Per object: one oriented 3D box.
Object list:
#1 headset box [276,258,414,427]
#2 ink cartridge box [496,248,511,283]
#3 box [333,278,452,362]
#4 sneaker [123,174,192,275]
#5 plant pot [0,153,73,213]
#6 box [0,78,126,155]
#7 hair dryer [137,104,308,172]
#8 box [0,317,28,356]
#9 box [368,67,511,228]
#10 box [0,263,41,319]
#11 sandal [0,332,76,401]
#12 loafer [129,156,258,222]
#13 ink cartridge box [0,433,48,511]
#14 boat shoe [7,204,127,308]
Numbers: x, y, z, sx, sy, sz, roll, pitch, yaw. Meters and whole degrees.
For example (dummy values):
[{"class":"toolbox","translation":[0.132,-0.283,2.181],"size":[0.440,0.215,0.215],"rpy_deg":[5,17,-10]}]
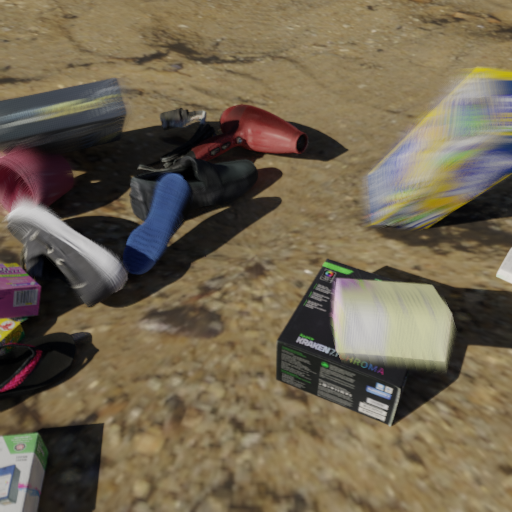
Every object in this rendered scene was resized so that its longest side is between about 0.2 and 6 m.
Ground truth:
[{"class":"headset box","translation":[1.520,1.157,8.382],"size":[1.796,0.957,2.062],"rpy_deg":[19,45,20]},{"class":"ink cartridge box","translation":[4.838,0.293,9.942],"size":[0.903,0.226,0.727],"rpy_deg":[29,49,22]},{"class":"box","translation":[1.693,0.788,7.235],"size":[1.324,0.640,1.165],"rpy_deg":[5,14,5]},{"class":"sneaker","translation":[-1.689,-0.503,10.100],"size":[0.681,0.756,1.941],"rpy_deg":[26,85,17]},{"class":"plant pot","translation":[-4.399,-1.506,11.241],"size":[1.309,1.309,1.172],"rpy_deg":[22,34,23]},{"class":"box","translation":[-3.982,-2.676,11.449],"size":[2.425,0.785,3.076],"rpy_deg":[-16,7,-14]},{"class":"hair dryer","translation":[-0.644,-2.465,12.553],"size":[3.624,0.985,2.760],"rpy_deg":[-5,43,8]},{"class":"box","translation":[-4.294,1.361,8.617],"size":[0.875,0.361,1.491],"rpy_deg":[18,47,20]},{"class":"box","translation":[3.225,-1.601,9.415],"size":[1.236,3.527,1.134],"rpy_deg":[3,72,-15]},{"class":"box","translation":[-4.137,0.559,8.969],"size":[0.954,0.524,1.084],"rpy_deg":[-3,21,-43]},{"class":"sandal","translation":[-3.579,1.632,7.948],"size":[2.241,0.505,0.842],"rpy_deg":[-21,52,-39]},{"class":"loafer","translation":[-1.174,-1.513,11.261],"size":[2.878,1.010,0.977],"rpy_deg":[-22,40,-29]},{"class":"ink cartridge box","translation":[-3.132,2.862,6.777],"size":[0.908,0.547,1.250],"rpy_deg":[-3,43,-4]},{"class":"boat shoe","translation":[-3.535,0.045,9.697],"size":[2.948,1.031,0.977],"rpy_deg":[28,58,25]}]
